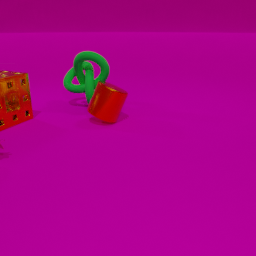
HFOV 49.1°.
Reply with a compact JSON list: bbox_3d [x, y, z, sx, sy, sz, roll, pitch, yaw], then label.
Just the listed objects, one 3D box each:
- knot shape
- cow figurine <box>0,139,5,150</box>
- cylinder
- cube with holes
[{"bbox_3d":[-1.331,-1.726,9.272,0.860,1.741,1.860,-13,57,-44],"label":"knot shape"},{"bbox_3d":[-2.903,0.466,5.547,0.940,0.524,0.955,-37,21,-19],"label":"cow figurine"},{"bbox_3d":[-0.599,-0.773,8.196,0.943,0.943,0.943,23,15,-6],"label":"cylinder"},{"bbox_3d":[-3.842,-0.843,8.102,1.398,1.398,1.398,10,23,25],"label":"cube with holes"}]
